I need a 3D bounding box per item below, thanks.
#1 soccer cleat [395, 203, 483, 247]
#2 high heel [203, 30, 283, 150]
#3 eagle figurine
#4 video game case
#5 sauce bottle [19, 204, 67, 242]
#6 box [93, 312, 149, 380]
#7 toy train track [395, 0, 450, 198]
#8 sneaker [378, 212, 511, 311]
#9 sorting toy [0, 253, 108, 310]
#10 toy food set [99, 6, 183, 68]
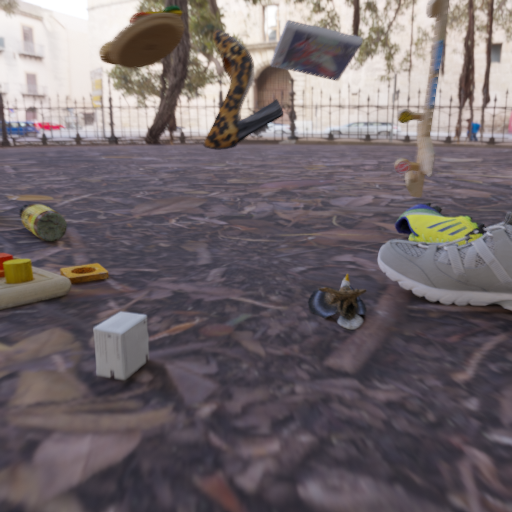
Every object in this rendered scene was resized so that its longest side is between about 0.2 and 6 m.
[{"bbox_3d":[3.816,-0.437,11.700,1.056,0.816,2.524,-30,23,-5],"label":"soccer cleat"},{"bbox_3d":[-0.620,-2.753,9.245,1.402,1.967,0.702,-30,-12,-4],"label":"high heel"},{"bbox_3d":[1.193,0.613,7.746,0.748,0.744,0.986,42,-14,6],"label":"eagle figurine"},{"bbox_3d":[0.873,-3.055,8.426,1.143,0.131,1.041,10,-15,-9],"label":"video game case"},{"bbox_3d":[-5.022,-0.832,12.989,0.701,0.701,2.166,-9,16,-33],"label":"sauce bottle"},{"bbox_3d":[-1.468,0.975,6.145,0.362,0.551,0.554,5,15,18],"label":"box"},{"bbox_3d":[2.976,-2.850,10.327,0.608,3.735,2.142,4,34,9],"label":"toy train track"},{"bbox_3d":[3.459,0.004,8.208,3.413,1.400,1.275,10,18,35],"label":"sneaker"},{"bbox_3d":[-4.245,0.318,8.770,3.817,0.520,2.149,-12,19,-41],"label":"sorting toy"},{"bbox_3d":[-1.905,-3.719,9.615,1.433,0.352,1.448,-23,-7,-39],"label":"toy food set"}]
